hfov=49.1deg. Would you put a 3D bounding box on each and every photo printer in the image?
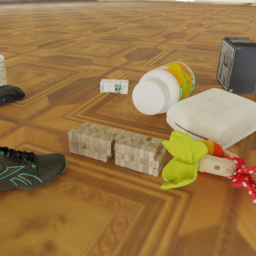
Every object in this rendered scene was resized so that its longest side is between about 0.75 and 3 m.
[{"bbox_3d":[2.310,-0.272,7.561,2.252,0.782,1.873,-22,38,-33],"label":"photo printer"}]

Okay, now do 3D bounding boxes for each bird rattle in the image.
[{"bbox_3d":[1.777,0.608,5.769,2.239,1.261,1.825,4,13,2],"label":"bird rattle"}]

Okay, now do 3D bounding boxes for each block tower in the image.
[{"bbox_3d":[-0.265,0.434,6.506,2.250,0.608,0.650,12,31,20],"label":"block tower"}]

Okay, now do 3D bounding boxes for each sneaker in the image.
[{"bbox_3d":[-2.282,0.801,5.638,2.126,0.843,0.802,-13,30,-25],"label":"sneaker"}]

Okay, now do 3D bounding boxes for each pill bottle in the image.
[{"bbox_3d":[1.083,-1.193,8.478,1.287,1.287,2.318,15,27,25],"label":"pill bottle"}]

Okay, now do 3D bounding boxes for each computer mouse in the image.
[{"bbox_3d":[-4.308,-1.045,9.243,1.306,0.497,1.885,21,35,34],"label":"computer mouse"}]

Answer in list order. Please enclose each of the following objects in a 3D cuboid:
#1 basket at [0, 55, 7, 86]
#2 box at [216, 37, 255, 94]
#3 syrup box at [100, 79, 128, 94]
[{"bbox_3d":[-5.451,-1.982,10.227,1.450,1.166,1.437,9,31,16],"label":"basket"},{"bbox_3d":[4.047,-2.308,10.301,1.032,1.674,1.661,2,30,3],"label":"box"},{"bbox_3d":[-0.482,-1.511,10.179,0.986,0.388,0.401,4,30,6],"label":"syrup box"}]
